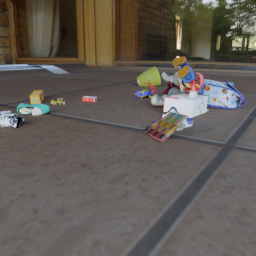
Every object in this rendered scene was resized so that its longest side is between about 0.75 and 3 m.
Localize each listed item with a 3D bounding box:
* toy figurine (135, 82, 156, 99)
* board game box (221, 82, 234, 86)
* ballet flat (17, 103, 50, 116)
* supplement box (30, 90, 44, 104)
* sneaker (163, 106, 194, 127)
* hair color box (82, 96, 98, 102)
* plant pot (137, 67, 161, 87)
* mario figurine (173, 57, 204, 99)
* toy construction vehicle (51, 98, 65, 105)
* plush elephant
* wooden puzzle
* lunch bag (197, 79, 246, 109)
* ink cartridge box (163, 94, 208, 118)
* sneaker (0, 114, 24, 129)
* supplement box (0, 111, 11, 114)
[{"bbox_3d":[0.854,-2.212,16.760,1.082,0.952,1.806,-11,18,-16],"label":"toy figurine"},{"bbox_3d":[5.449,-2.436,17.812,2.274,0.673,2.991,6,18,20],"label":"board game box"},{"bbox_3d":[-4.370,-0.794,12.817,1.607,0.541,0.566,5,42,15],"label":"ballet flat"},{"bbox_3d":[-5.111,-1.743,15.759,0.534,0.552,1.605,-5,20,-9],"label":"supplement box"},{"bbox_3d":[1.933,-0.458,11.068,1.303,0.752,0.526,4,18,14],"label":"sneaker"},{"bbox_3d":[-2.161,-1.639,15.905,0.800,0.245,0.406,5,17,19],"label":"hair color box"},{"bbox_3d":[1.507,-3.735,21.309,1.551,1.451,1.451,-20,20,-7],"label":"plant pot"},{"bbox_3d":[2.380,-2.029,11.734,1.160,1.351,2.189,13,-8,32],"label":"mario figurine"},{"bbox_3d":[-3.769,-1.399,15.191,0.757,0.267,0.659,-5,28,-8],"label":"toy construction vehicle"},{"bbox_3d":[2.382,-2.104,14.391,2.406,1.863,1.982,6,12,16],"label":"plush elephant"},{"bbox_3d":[1.313,-0.072,9.521,1.184,0.140,1.996,-41,19,-7],"label":"wooden puzzle"},{"bbox_3d":[4.767,-1.753,14.460,2.215,1.371,1.883,13,19,4],"label":"lunch bag"},{"bbox_3d":[2.789,-1.104,12.997,1.384,0.802,2.376,12,16,32],"label":"ink cartridge box"},{"bbox_3d":[-4.652,-0.260,10.714,0.913,0.560,1.403,4,5,43],"label":"sneaker"},{"bbox_3d":[-5.209,-0.449,11.660,0.391,0.400,0.773,1,18,5],"label":"supplement box"}]
